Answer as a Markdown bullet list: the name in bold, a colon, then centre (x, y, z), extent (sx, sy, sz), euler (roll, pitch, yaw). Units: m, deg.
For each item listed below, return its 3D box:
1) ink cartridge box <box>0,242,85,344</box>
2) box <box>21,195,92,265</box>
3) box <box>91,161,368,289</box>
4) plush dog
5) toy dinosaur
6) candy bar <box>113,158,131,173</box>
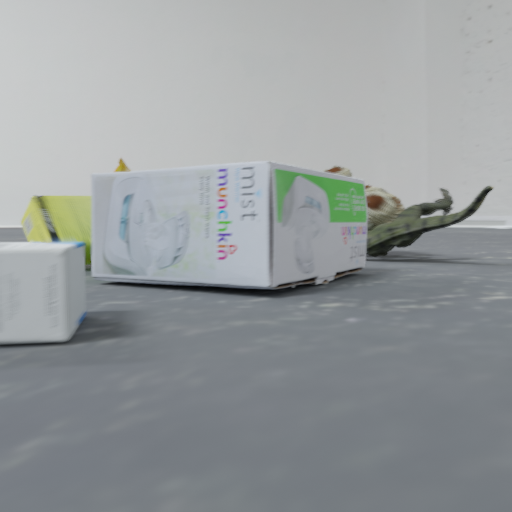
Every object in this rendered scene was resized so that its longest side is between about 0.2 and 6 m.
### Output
- **ink cartridge box**: centre (-1.889, 0.216, 3.633), extent (1.410, 0.590, 1.023), euler (-1, 4, -11)
- **box**: centre (-2.188, -0.410, 8.569), extent (2.444, 0.920, 0.612), euler (-7, -30, -45)
- **box**: centre (-0.197, -0.330, 6.785), extent (2.344, 1.284, 2.656), euler (0, 3, 31)
- **plush dog**: centre (2.196, -0.819, 10.939), extent (1.629, 1.521, 1.896), euler (-9, 34, -27)
- **toy dinosaur**: centre (2.635, -0.527, 9.453), extent (3.220, 0.764, 1.419), euler (-23, -1, 40)
- **candy bar**: centre (-2.718, -0.880, 9.945), extent (0.219, 1.979, 0.494), euler (5, -34, 32)
